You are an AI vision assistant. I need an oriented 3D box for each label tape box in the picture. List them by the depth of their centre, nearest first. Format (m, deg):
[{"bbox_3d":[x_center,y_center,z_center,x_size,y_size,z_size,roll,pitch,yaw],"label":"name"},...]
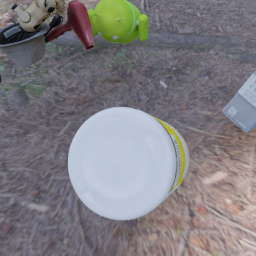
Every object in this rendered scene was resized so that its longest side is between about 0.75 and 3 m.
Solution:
[{"bbox_3d":[3.572,-1.305,6.341,1.904,2.658,0.879,-30,66,-36],"label":"label tape box"}]

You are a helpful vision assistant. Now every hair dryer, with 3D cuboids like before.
[{"bbox_3d":[-1.637,-2.688,7.506,1.972,1.502,0.536,32,21,18],"label":"hair dryer"}]

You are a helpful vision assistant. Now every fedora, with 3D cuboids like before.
[{"bbox_3d":[-2.529,-2.008,6.804,1.473,0.752,1.665,-17,40,-6],"label":"fedora"}]

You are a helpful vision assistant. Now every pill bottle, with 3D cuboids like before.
[{"bbox_3d":[0.219,0.464,4.119,1.278,2.297,1.278,-2,85,18],"label":"pill bottle"}]

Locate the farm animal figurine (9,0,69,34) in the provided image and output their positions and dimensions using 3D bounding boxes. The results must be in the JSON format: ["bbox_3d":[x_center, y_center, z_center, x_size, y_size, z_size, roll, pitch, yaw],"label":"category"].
[{"bbox_3d":[-1.613,-2.709,5.933,1.653,0.831,1.335,-9,43,45],"label":"farm animal figurine"}]

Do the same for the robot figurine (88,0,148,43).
[{"bbox_3d":[-0.289,-3.309,8.690,1.925,1.269,2.194,13,17,13],"label":"robot figurine"}]
